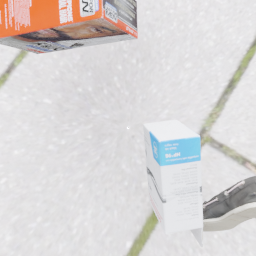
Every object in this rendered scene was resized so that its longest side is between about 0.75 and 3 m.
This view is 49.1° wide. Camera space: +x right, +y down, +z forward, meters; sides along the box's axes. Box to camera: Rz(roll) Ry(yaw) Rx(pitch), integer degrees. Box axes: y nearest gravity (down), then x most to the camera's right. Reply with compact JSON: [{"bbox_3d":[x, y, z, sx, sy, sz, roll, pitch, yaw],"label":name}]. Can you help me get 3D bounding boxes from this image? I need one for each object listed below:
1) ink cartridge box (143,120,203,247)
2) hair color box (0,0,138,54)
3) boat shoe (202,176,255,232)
[{"bbox_3d":[0.774,0.984,4.942,0.677,1.175,2.028,-8,105,-8],"label":"ink cartridge box"},{"bbox_3d":[-1.191,-1.944,5.078,2.432,1.349,0.778,-2,92,25],"label":"hair color box"},{"bbox_3d":[1.807,1.477,5.192,0.672,2.009,0.572,19,54,-16],"label":"boat shoe"}]
